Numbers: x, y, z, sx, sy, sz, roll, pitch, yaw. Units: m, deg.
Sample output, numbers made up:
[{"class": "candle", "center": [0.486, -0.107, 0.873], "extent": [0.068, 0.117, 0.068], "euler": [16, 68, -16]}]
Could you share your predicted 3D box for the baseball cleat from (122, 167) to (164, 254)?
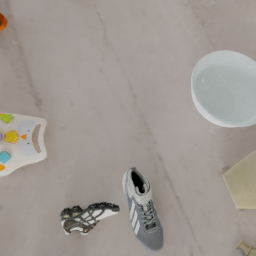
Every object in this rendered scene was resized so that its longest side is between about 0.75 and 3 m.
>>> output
[{"class": "baseball cleat", "center": [0.362, 2.024, 6.866], "extent": [0.751, 1.147, 2.155], "euler": [-19, 75, -14]}]

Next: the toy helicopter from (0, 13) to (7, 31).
[{"class": "toy helicopter", "center": [-4.834, -2.747, 8.524], "extent": [1.644, 0.981, 2.486], "euler": [7, 81, -1]}]

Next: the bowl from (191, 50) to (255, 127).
[{"class": "bowl", "center": [2.710, -0.917, 7.796], "extent": [2.287, 1.028, 2.287], "euler": [2, 68, -6]}]

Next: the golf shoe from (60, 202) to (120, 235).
[{"class": "golf shoe", "center": [-0.934, 2.312, 7.142], "extent": [1.529, 0.594, 0.722], "euler": [-9, 86, 2]}]

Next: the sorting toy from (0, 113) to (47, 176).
[{"class": "sorting toy", "center": [-3.052, 0.306, 7.594], "extent": [1.665, 0.988, 1.850], "euler": [-2, 72, -11]}]

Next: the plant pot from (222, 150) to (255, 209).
[{"class": "plant pot", "center": [3.416, 1.243, 6.913], "extent": [1.894, 1.774, 1.774], "euler": [-22, 73, 13]}]

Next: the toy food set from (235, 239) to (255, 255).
[{"class": "toy food set", "center": [3.379, 3.842, 6.720], "extent": [2.074, 0.327, 1.319], "euler": [33, 75, 10]}]
